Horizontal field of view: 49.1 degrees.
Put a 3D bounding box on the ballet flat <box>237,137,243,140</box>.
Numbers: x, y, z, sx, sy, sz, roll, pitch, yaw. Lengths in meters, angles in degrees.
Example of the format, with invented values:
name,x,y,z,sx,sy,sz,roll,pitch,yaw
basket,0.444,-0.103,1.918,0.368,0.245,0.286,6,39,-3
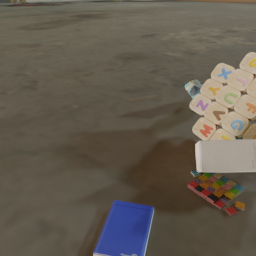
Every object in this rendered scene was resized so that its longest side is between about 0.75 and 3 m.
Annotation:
name,x,y,z,sx,sy,sz,roll,pitch,yaw
ballet flat,2.973,0.321,7.352,0.396,0.393,1.157,0,30,-1

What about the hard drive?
name,x,y,z,sx,sy,sz,roll,pitch,yaw
hard drive,-0.031,1.812,4.954,0.807,0.155,1.223,7,30,12

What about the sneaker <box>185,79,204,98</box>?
name,x,y,z,sx,sy,sz,roll,pitch,yaw
sneaker,2.465,-1.145,9.426,1.494,0.580,0.645,2,63,-44

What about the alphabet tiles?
name,x,y,z,sx,sy,sz,roll,pitch,yaw
alphabet tiles,2.840,-0.670,7.204,0.193,2.642,2.584,27,11,-43

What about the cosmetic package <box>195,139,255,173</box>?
name,x,y,z,sx,sy,sz,roll,pitch,yaw
cosmetic package,2.274,0.602,5.903,1.598,0.678,0.860,-1,-8,6

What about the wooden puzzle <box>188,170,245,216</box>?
name,x,y,z,sx,sy,sz,roll,pitch,yaw
wooden puzzle,1.873,1.273,5.959,0.844,0.100,1.423,-22,36,-34
